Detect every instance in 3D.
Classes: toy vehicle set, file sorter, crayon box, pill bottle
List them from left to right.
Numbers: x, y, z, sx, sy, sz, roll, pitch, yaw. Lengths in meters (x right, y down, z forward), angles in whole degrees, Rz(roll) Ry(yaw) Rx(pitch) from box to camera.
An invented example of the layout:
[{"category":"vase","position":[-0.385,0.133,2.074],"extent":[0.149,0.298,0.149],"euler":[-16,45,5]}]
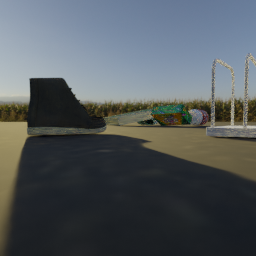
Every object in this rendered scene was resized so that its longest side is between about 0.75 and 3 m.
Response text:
[{"category":"toy vehicle set","position":[0.347,-0.534,13.052],"extent":[2.598,0.344,1.614],"euler":[-12,8,-28]},{"category":"crayon box","position":[1.682,-0.486,10.865],"extent":[1.371,0.399,0.814],"euler":[-2,-34,42]},{"category":"pill bottle","position":[2.768,-0.421,11.373],"extent":[0.672,0.672,1.226],"euler":[1,2,32]},{"category":"file sorter","position":[2.080,-0.421,3.699],"extent":[1.749,1.089,1.214],"euler":[0,1,33]}]

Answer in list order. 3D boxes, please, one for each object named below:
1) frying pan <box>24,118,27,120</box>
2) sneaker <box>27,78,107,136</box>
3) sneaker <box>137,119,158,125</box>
[{"category":"frying pan","position":[-3.232,-0.289,12.465],"extent":[1.382,0.372,2.285],"euler":[0,3,37]},{"category":"sneaker","position":[-0.858,-0.329,4.417],"extent":[0.598,0.850,1.599],"euler":[1,2,29]},{"category":"sneaker","position":[0.869,-0.336,13.519],"extent":[1.090,0.403,0.446],"euler":[-2,0,30]}]
